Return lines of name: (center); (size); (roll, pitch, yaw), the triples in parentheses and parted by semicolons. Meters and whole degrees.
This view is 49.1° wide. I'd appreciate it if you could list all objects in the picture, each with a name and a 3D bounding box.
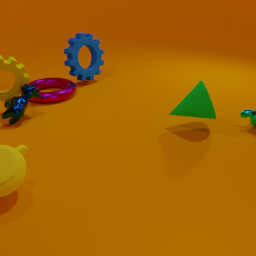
gear: (-1.568, -2.581, 10.225); (0.311, 1.681, 1.681); (12, 29, 39)
cone: (1.584, -0.548, 7.324); (1.085, 1.081, 1.081); (-21, 26, 11)
monkey head: (3.628, -0.377, 7.330); (1.180, 0.849, 0.711); (18, 16, 40)
teapot: (-2.343, 0.850, 4.987); (0.956, 0.753, 1.538); (32, 54, 6)
ring: (-2.656, -1.309, 9.532); (1.791, 0.358, 1.791); (0, 29, 0)
cow figurine: (-2.924, -0.702, 7.713); (1.044, 0.582, 1.061); (-30, 41, 17)
gear: (-3.484, -1.312, 7.812); (1.381, 1.381, 0.255); (-17, 42, -28)
